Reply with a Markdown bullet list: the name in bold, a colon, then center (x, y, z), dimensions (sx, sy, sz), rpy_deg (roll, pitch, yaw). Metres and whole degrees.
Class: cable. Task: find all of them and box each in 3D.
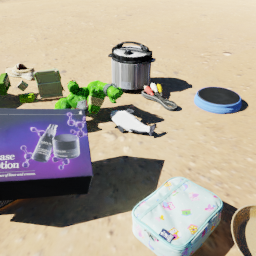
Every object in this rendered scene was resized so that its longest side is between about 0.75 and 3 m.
- **cable**: center (1.293, -1.372, 12.056), dimensions (1.022, 0.530, 2.104), rpy_deg (-12, 35, -18)

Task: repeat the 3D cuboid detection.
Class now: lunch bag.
- **lunch bag**: center (1.103, 2.041, 6.538), dimensions (1.999, 0.770, 1.603), rpy_deg (-28, 42, -36)

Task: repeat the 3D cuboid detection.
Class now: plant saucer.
- **plant saucer**: center (3.018, 2.487, 6.028), dimensions (1.735, 0.307, 1.735), rpy_deg (7, 42, -7)

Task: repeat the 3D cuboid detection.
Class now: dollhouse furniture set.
- **dollhouse furniture set**: center (-4.138, -1.955, 12.187), dimensions (2.676, 1.337, 1.033), rpy_deg (-8, 34, -6)

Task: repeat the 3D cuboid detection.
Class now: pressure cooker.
- **pressure cooker**: center (0.184, -2.910, 12.954), dimensions (1.889, 2.148, 1.919), rpy_deg (-13, 34, -19)

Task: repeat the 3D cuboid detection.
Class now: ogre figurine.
- **ogre figurine**: center (-1.786, -0.933, 10.547), dimensions (2.987, 1.465, 1.791), rpy_deg (-46, 31, 8)

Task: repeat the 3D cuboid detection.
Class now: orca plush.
- **orca plush**: center (0.212, -0.226, 10.237), dimensions (1.712, 0.901, 0.609), rpy_deg (8, 3, 15)

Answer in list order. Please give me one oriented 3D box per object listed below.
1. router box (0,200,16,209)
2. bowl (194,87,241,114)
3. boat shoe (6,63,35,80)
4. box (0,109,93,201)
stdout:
- **router box**: center (-3.635, 0.987, 8.190), dimensions (2.055, 0.704, 2.756), rpy_deg (-27, 41, -31)
- **bowl**: center (3.842, -1.241, 11.994), dimensions (1.962, 0.385, 1.962), rpy_deg (0, 32, 0)
- **boat shoe**: center (-5.525, -3.006, 14.445), dimensions (1.987, 0.687, 0.732), rpy_deg (14, 35, 21)
- **box**: center (-2.467, 0.606, 6.969), dimensions (2.895, 1.142, 2.043), rpy_deg (-1, 53, -18)
